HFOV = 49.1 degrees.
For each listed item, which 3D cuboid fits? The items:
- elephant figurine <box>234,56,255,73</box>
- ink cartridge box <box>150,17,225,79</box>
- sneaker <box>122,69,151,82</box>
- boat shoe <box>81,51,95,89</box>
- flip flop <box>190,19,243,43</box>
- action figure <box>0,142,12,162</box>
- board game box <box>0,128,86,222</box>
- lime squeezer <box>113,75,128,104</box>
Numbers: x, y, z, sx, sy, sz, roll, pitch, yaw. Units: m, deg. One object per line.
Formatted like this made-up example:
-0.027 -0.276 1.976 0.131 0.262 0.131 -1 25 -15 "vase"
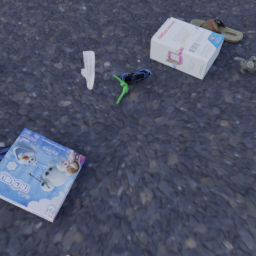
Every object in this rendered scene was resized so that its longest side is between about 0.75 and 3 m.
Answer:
5.304 -2.806 12.555 1.001 0.708 0.777 -17 42 -19 "elephant figurine"
2.650 -3.713 12.846 2.749 1.164 1.987 28 60 16 "ink cartridge box"
0.389 -2.218 12.176 1.301 0.456 0.507 -11 28 1 "sneaker"
-1.419 -2.024 9.829 0.454 1.325 0.477 0 20 -14 "boat shoe"
4.435 -4.999 13.974 2.677 0.771 1.086 22 58 15 "flip flop"
-4.918 0.934 9.886 2.715 1.420 2.627 -10 58 -42 "action figure"
-2.989 1.493 9.320 2.374 0.515 2.363 25 59 -2 "board game box"
-0.276 -1.752 12.104 0.579 0.309 1.640 -25 53 22 "lime squeezer"
